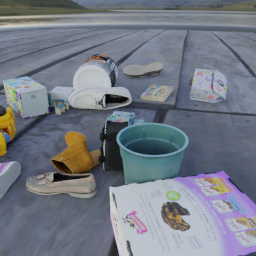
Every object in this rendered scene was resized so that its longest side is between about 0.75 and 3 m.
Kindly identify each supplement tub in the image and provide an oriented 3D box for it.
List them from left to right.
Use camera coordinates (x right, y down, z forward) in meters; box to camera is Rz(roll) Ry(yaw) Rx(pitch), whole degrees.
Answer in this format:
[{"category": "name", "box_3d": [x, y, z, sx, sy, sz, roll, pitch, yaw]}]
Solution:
[{"category": "supplement tub", "box_3d": [-1.464, -2.536, 13.652, 1.837, 1.837, 2.998, 2, 25, 3]}]

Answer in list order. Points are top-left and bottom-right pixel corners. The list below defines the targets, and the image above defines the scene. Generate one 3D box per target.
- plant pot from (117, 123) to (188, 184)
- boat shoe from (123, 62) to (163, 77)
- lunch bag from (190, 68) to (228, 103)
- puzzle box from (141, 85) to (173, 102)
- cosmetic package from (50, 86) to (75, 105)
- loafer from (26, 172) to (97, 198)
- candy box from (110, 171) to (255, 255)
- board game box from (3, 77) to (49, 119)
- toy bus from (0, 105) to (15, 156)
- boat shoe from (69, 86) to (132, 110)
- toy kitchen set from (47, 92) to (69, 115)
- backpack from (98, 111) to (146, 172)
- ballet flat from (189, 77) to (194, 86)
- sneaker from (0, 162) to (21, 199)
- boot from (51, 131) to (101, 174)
[{"category": "plant pot", "box_3d": [0.562, 0.928, 6.763, 1.637, 1.603, 1.637, -1, 27, 0]}, {"category": "boat shoe", "box_3d": [0.900, -3.381, 16.907, 2.529, 0.721, 0.846, -11, 60, -14]}, {"category": "lunch bag", "box_3d": [3.755, -1.962, 12.914, 1.561, 0.993, 1.324, 12, 62, 10]}, {"category": "puzzle box", "box_3d": [1.450, -1.730, 13.744, 1.166, 0.223, 1.753, 8, 28, 20]}, {"category": "cosmetic package", "box_3d": [-2.994, -1.497, 12.940, 0.941, 0.579, 0.938, 4, 26, 8]}, {"category": "loafer", "box_3d": [-1.694, 1.325, 7.103, 1.859, 0.585, 0.668, 4, 26, 8]}, {"category": "candy box", "box_3d": [1.141, 1.969, 5.337, 2.692, 0.963, 2.258, -5, 26, -12]}, {"category": "board game box", "box_3d": [-4.388, -1.355, 12.015, 1.143, 1.123, 2.179, -18, 31, -33]}, {"category": "toy bus", "box_3d": [-4.314, 0.343, 8.495, 2.006, 1.361, 1.926, -14, 42, -31]}, {"category": "boat shoe", "box_3d": [-1.159, -1.197, 12.014, 2.691, 0.968, 0.884, -2, 28, -14]}, {"category": "toy kitchen set", "box_3d": [-3.180, -1.067, 11.975, 1.109, 0.653, 0.888, 8, 27, 17]}, {"category": "backpack", "box_3d": [-0.118, 0.309, 8.110, 1.336, 1.575, 1.774, 2, 16, -1]}, {"category": "ballet flat", "box_3d": [3.831, -2.257, 14.679, 0.805, 0.554, 2.388, -34, 21, 6]}, {"category": "sneaker", "box_3d": [-3.550, 1.405, 7.054, 0.964, 0.613, 1.690, -2, 18, 10]}, {"category": "boot", "box_3d": [-1.724, 0.712, 8.259, 1.833, 0.645, 1.312, 29, 33, 36]}]
